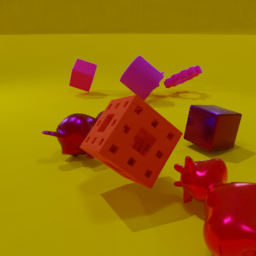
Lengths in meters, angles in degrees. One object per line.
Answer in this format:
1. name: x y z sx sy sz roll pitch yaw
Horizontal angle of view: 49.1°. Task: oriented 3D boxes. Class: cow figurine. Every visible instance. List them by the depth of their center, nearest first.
1. cow figurine: 1.327 1.134 4.072 1.695 0.946 1.723 10 30 25

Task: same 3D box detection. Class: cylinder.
1. cylinder: 0.537 -1.922 10.877 1.262 1.262 1.262 40 25 -1

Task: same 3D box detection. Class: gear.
1. gear: 2.354 -2.188 12.083 1.651 0.305 1.651 -22 -3 -1

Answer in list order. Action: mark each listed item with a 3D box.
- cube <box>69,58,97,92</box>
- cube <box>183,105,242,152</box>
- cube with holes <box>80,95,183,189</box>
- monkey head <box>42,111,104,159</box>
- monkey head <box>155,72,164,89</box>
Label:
1. cube: -1.934 -2.271 12.060 0.905 0.905 0.905 17 44 -7
2. cube: 2.048 -0.030 6.843 0.899 0.899 0.899 -3 20 -34
3. cube with holes: 0.027 0.218 4.862 1.074 1.074 1.074 37 -14 -20
4. monkey head: -1.029 0.165 6.268 1.587 0.956 1.142 -21 22 -30
5. monkey head: 0.867 -2.024 12.009 1.420 0.856 1.022 -7 -3 -5
